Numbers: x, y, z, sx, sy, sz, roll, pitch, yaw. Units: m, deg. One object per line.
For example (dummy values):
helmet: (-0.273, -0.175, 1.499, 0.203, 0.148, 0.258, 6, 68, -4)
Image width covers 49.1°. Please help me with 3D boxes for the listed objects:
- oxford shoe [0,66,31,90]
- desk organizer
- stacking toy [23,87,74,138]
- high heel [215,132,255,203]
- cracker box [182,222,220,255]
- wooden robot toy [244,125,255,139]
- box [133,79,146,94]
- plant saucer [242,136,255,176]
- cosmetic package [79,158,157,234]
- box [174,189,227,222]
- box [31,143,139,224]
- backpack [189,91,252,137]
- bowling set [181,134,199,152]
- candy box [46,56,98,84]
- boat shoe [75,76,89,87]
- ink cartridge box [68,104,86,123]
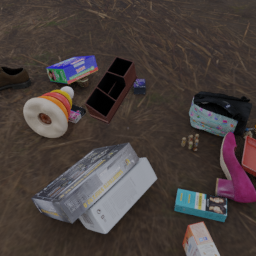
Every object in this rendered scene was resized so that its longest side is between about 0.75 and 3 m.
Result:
oxford shoe: (-6.238, -2.459, 13.528, 2.774, 1.171, 1.008, -13, 46, -12)
desk organizer: (-0.408, -1.008, 7.314, 0.600, 0.644, 1.673, 22, 68, 20)
stacking toy: (-2.853, -0.962, 11.459, 1.825, 1.825, 2.498, 12, 40, 13)
high heel: (3.788, 1.250, 9.544, 1.289, 0.905, 2.687, 6, 47, 21)
cracker box: (1.964, 3.431, 7.081, 0.487, 1.130, 1.687, -10, 43, -11)
wooden robot toy: (5.544, -0.009, 11.048, 1.916, 0.870, 0.844, -5, 42, -5)
box: (0.559, -2.008, 13.573, 0.582, 0.410, 0.787, -1, 42, -2)
plant saucer: (4.801, 1.268, 9.626, 1.902, 0.350, 1.906, 28, 37, 10)
cosmetic package: (-0.354, 1.953, 8.523, 2.443, 0.904, 1.242, -38, 15, -34)
box: (2.269, 2.406, 8.766, 1.538, 0.378, 0.633, 10, 43, 10)
box: (-1.304, 1.566, 8.553, 2.800, 0.677, 2.217, -39, 16, -35)
backpack: (3.617, -0.576, 11.251, 2.280, 1.443, 1.903, 18, 33, 20)
bowling set: (2.513, 0.566, 10.730, 0.830, 0.446, 0.578, -21, 46, -21)
candy box: (-2.758, -2.874, 13.717, 1.768, 0.806, 2.091, -31, 26, -29)
boat shoe: (-2.319, -2.280, 13.815, 0.540, 0.541, 1.462, -26, 26, -15)
ink cartridge box: (-2.758, -0.764, 12.320, 1.674, 0.310, 0.792, 18, 46, 22)
